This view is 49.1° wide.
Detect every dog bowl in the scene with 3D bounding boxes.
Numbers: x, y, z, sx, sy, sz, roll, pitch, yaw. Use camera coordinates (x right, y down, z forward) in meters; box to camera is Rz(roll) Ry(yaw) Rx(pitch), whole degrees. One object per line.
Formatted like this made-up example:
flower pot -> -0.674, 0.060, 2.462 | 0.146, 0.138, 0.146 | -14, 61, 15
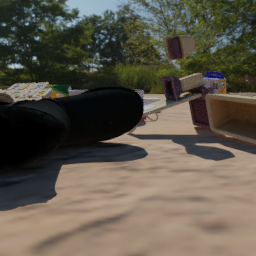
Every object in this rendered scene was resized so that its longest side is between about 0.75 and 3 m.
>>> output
dog bowl -> -0.679, -0.754, 9.041 | 2.378, 0.936, 2.378 | 0, 9, 0

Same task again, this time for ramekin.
ramekin -> 0.890, -1.010, 12.216 | 1.149, 0.560, 1.149 | 0, 8, 0

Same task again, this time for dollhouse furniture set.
dollhouse furniture set -> 1.151, -0.621, 5.501 | 2.095, 2.339, 2.952 | -19, 17, -17

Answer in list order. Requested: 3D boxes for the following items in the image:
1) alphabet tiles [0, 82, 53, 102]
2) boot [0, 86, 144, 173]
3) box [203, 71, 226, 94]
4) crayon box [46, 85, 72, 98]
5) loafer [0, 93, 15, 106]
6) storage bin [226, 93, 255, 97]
alphabet tiles -> -3.768, -0.938, 9.062 | 2.535, 0.185, 2.479 | 1, 35, 19
boot -> -1.002, -0.082, 4.174 | 2.676, 0.990, 2.192 | -7, 6, -2
box -> 2.296, -0.821, 7.649 | 0.293, 1.415, 0.842 | -16, 17, -23
crayon box -> -2.451, -0.984, 10.052 | 0.995, 1.153, 0.336 | 1, 41, 10
loafer -> -3.770, -0.481, 7.153 | 0.749, 0.771, 2.110 | 19, 29, 31
storage bin -> 3.910, -0.901, 10.452 | 1.780, 0.840, 1.793 | -1, 9, -14
